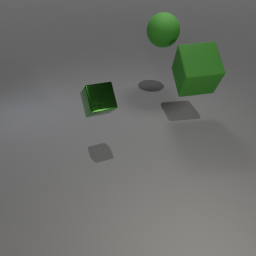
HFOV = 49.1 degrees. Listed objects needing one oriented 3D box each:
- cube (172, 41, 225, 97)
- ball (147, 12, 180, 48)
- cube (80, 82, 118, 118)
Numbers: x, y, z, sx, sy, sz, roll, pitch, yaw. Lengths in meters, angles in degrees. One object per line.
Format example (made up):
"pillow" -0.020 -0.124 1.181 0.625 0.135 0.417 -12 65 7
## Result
"cube" 2.533 -2.145 10.359 1.400 1.400 1.400 -7 68 -4
"ball" 1.486 -4.115 11.797 1.400 1.400 1.400 0 32 0
"cube" -0.763 -0.723 7.234 0.700 0.700 0.700 -12 -4 -21
